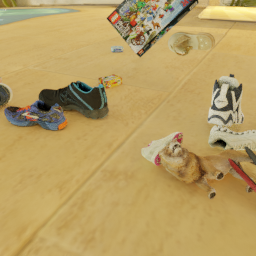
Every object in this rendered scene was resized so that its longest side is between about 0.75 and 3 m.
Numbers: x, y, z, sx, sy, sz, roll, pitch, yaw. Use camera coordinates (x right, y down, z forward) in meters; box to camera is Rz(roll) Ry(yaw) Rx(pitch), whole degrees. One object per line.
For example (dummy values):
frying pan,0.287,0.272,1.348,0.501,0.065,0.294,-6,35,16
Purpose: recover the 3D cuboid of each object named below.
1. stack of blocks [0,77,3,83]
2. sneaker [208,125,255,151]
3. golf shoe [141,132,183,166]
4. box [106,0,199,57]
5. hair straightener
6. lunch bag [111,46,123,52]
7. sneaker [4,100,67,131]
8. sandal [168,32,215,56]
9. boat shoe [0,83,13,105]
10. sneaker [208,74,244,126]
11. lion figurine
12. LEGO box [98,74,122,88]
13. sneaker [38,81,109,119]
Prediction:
stack of blocks,-6.031,-1.929,11.959,1.197,0.351,0.690,-3,29,-6
sneaker,3.019,0.404,7.584,1.686,0.633,0.683,8,37,30
golf shoe,0.945,0.439,7.521,0.681,0.560,1.488,18,33,35
box,0.871,-4.435,10.608,2.000,2.928,0.552,52,14,14
hair straightener,3.076,1.213,5.467,0.962,0.512,2.500,-42,40,12
lunch bag,-0.674,-4.874,17.313,0.750,0.309,0.603,-5,28,-9
sneaker,-2.950,-0.524,8.930,2.131,0.836,0.803,6,29,10
sandal,2.100,-3.135,10.663,0.784,0.874,2.385,-36,28,-24
boat shoe,-5.726,-1.213,10.010,2.921,1.094,0.903,9,18,-3
sneaker,3.123,-0.900,8.565,0.896,1.460,2.244,18,16,36
lion figurine,2.065,0.877,6.587,2.511,0.910,1.538,4,18,-23
LEGO box,-0.770,-2.039,12.186,0.839,0.324,0.625,-23,36,-35
sneaker,-1.919,-1.174,9.788,2.794,1.144,1.023,11,31,20
